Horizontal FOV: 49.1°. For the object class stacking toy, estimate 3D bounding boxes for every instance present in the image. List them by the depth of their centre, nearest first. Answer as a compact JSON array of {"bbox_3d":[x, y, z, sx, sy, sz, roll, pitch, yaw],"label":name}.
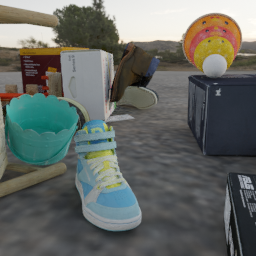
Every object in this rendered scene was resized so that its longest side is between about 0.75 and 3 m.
[{"bbox_3d":[2.126,-1.809,6.853,1.552,1.552,2.125,2,35,9],"label":"stacking toy"}]

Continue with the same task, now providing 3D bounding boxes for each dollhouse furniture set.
[{"bbox_3d":[-3.609,-1.003,8.978,2.935,1.528,2.967,2,14,9],"label":"dollhouse furniture set"}]

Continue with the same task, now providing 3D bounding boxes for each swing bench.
[{"bbox_3d":[-2.280,-0.292,3.691,1.727,2.648,2.662,6,14,19],"label":"swing bench"}]

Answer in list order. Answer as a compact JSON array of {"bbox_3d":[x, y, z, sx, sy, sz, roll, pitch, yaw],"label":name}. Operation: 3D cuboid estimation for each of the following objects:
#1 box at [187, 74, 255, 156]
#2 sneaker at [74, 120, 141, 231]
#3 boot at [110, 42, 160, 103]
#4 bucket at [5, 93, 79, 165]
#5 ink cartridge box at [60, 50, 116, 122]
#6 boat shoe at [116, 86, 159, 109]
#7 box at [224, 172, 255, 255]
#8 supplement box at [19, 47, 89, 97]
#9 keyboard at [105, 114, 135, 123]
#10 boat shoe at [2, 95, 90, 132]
[{"bbox_3d":[3.038,-0.455,6.708,2.906,1.513,2.646,0,14,5],"label":"box"},{"bbox_3d":[-0.344,0.509,3.725,0.682,1.119,1.714,-6,16,-25],"label":"sneaker"},{"bbox_3d":[0.265,-1.692,8.978,1.283,0.989,2.647,20,54,-5],"label":"boot"},{"bbox_3d":[-1.535,0.025,4.970,1.231,0.801,1.231,11,34,-8],"label":"bucket"},{"bbox_3d":[-1.173,-1.420,9.221,1.250,2.075,2.856,-2,11,6],"label":"ink cartridge box"},{"bbox_3d":[0.349,-1.324,11.590,0.831,1.007,2.688,-25,17,-36],"label":"boat shoe"},{"bbox_3d":[1.933,1.208,1.877,2.320,0.630,2.896,4,14,14],"label":"box"},{"bbox_3d":[-2.859,-1.971,11.164,2.322,2.355,1.563,8,16,31],"label":"supplement box"},{"bbox_3d":[-0.639,-0.276,9.059,1.750,0.093,0.493,-9,17,-31],"label":"keyboard"},{"bbox_3d":[-2.296,-0.293,7.504,2.816,1.006,0.926,12,31,31],"label":"boat shoe"}]
